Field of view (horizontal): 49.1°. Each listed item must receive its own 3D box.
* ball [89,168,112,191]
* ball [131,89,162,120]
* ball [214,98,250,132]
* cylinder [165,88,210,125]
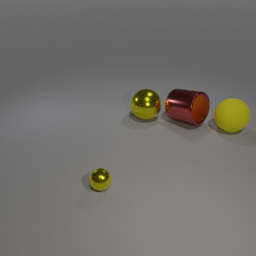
[{"bbox_3d":[-0.847,1.580,8.651,0.700,0.700,0.700,0,30,0],"label":"ball"},{"bbox_3d":[0.812,-1.055,12.559,1.400,1.400,1.400,0,30,0],"label":"ball"},{"bbox_3d":[4.326,-0.525,11.649,1.400,1.400,1.400,0,30,0],"label":"ball"},{"bbox_3d":[2.578,-0.948,12.162,1.400,1.400,1.400,-24,28,-36],"label":"cylinder"}]
